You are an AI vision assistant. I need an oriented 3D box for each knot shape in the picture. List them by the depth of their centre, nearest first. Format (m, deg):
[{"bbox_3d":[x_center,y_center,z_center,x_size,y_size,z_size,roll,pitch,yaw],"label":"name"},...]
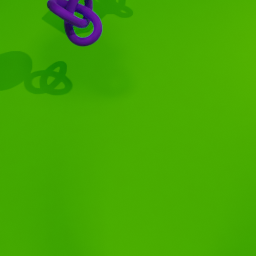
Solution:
[{"bbox_3d":[-1.054,-2.498,6.051,1.238,0.572,1.158,38,60,-30],"label":"knot shape"}]
